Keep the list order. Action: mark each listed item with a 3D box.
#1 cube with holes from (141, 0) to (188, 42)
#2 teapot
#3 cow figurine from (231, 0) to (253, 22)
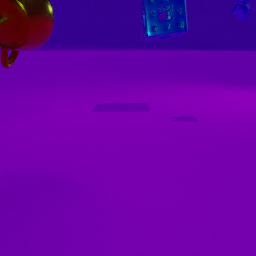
[{"bbox_3d":[1.192,-3.766,9.541,1.294,1.294,1.294,-7,10,0],"label":"cube with holes"},{"bbox_3d":[-1.953,-1.952,4.738,1.301,2.093,1.025,22,37,-1],"label":"teapot"},{"bbox_3d":[3.356,-3.657,8.010,1.035,1.019,0.568,-33,4,-17],"label":"cow figurine"}]
